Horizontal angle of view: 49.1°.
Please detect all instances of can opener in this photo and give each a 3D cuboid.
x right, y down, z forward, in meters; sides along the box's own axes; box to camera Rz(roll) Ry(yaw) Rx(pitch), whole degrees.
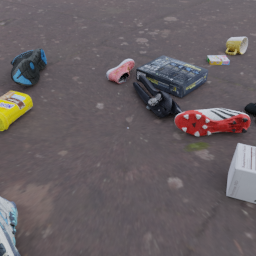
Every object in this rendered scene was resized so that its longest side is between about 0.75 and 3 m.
[{"bbox_3d":[0.803,-1.104,9.701,0.811,1.006,2.558,-47,42,5],"label":"can opener"}]

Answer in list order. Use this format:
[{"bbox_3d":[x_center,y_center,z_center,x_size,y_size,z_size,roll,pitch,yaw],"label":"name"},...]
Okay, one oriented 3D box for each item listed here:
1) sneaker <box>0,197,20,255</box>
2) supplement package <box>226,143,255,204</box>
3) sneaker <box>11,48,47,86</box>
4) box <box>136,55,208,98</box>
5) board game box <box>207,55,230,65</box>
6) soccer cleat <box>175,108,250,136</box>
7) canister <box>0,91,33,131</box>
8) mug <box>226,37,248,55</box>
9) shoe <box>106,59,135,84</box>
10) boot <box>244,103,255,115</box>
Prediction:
[{"bbox_3d":[-2.382,1.751,5.116,2.431,0.943,1.049,37,18,31],"label":"sneaker"},{"bbox_3d":[3.209,1.146,6.412,1.630,0.953,0.956,12,39,16],"label":"supplement package"},{"bbox_3d":[-4.116,-2.344,11.147,1.130,1.010,2.758,-9,29,7],"label":"sneaker"},{"bbox_3d":[1.704,-2.081,10.967,2.236,0.570,1.763,28,47,33],"label":"box"},{"bbox_3d":[4.039,-3.053,12.575,0.856,0.173,0.655,0,37,0],"label":"board game box"},{"bbox_3d":[2.513,-0.237,8.485,2.244,0.770,0.956,-1,23,2],"label":"soccer cleat"},{"bbox_3d":[-3.912,-0.598,9.009,1.053,0.614,1.418,14,38,17],"label":"canister"},{"bbox_3d":[5.095,-3.957,13.325,0.977,0.782,0.802,-24,35,-37],"label":"mug"},{"bbox_3d":[-0.114,-2.263,11.281,0.688,0.541,1.513,31,52,32],"label":"shoe"},{"bbox_3d":[4.147,-0.508,9.104,0.909,0.336,0.745,-23,45,-38],"label":"boot"}]
